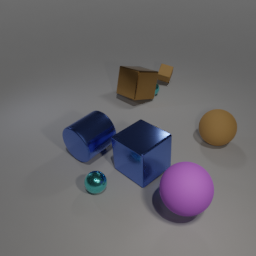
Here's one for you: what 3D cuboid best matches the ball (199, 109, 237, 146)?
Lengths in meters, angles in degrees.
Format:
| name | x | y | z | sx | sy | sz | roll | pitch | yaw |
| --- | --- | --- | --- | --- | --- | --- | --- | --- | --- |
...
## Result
| name | x | y | z | sx | sy | sz | roll | pitch | yaw |
| --- | --- | --- | --- | --- | --- | --- | --- | --- | --- |
| ball | 3.413 | -0.021 | 10.673 | 1.400 | 1.400 | 1.400 | 0 | 32 | 0 |

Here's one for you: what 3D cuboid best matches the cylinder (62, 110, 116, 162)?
| name | x | y | z | sx | sy | sz | roll | pitch | yaw |
| --- | --- | --- | --- | --- | --- | --- | --- | --- | --- |
| cylinder | -1.374 | 0.284 | 10.056 | 1.400 | 1.400 | 1.400 | 24 | 44 | 34 |

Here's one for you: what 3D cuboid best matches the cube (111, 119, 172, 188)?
| name | x | y | z | sx | sy | sz | roll | pitch | yaw |
| --- | --- | --- | --- | --- | --- | --- | --- | --- | --- |
| cube | 0.464 | 0.798 | 9.261 | 1.400 | 1.400 | 1.400 | -31 | 43 | -33 |

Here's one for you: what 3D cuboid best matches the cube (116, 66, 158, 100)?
| name | x | y | z | sx | sy | sz | roll | pitch | yaw |
| --- | --- | --- | --- | --- | --- | --- | --- | --- | --- |
| cube | 0.452 | -2.256 | 13.932 | 1.400 | 1.400 | 1.400 | -9 | 26 | -42 |

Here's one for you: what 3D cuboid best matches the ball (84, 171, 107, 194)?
| name | x | y | z | sx | sy | sz | roll | pitch | yaw |
| --- | --- | --- | --- | --- | --- | --- | --- | --- | --- |
| ball | -0.993 | 1.666 | 8.630 | 0.700 | 0.700 | 0.700 | 0 | 32 | 0 |

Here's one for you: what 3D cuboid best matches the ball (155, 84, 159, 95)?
| name | x | y | z | sx | sy | sz | roll | pitch | yaw |
| --- | --- | --- | --- | --- | --- | --- | --- | --- | --- |
| ball | 1.291 | -2.060 | 14.644 | 0.700 | 0.700 | 0.700 | 0 | 32 | 0 |

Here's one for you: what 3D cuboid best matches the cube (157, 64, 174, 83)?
| name | x | y | z | sx | sy | sz | roll | pitch | yaw |
| --- | --- | --- | --- | --- | --- | --- | --- | --- | --- |
| cube | 2.086 | -3.062 | 15.674 | 0.700 | 0.700 | 0.700 | 19 | 76 | 9 |

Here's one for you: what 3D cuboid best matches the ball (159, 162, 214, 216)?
| name | x | y | z | sx | sy | sz | roll | pitch | yaw |
| --- | --- | --- | --- | --- | --- | --- | --- | --- | --- |
| ball | 1.523 | 1.584 | 7.335 | 1.400 | 1.400 | 1.400 | 0 | 32 | 0 |
